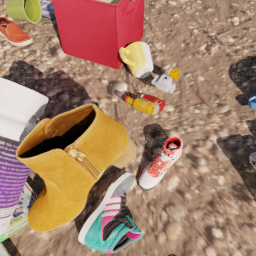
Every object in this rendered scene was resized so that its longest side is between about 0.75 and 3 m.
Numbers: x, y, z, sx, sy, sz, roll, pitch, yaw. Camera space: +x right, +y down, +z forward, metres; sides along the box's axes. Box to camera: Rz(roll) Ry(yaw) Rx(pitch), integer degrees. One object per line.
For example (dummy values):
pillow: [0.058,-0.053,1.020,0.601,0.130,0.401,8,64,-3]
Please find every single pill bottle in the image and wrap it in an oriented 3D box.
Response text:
pill bottle: [-2.417,0.461,4.995,1.450,1.450,2.602,21,87,16]

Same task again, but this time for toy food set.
toy food set: [0.716,-1.050,7.966,0.813,0.862,1.806,25,64,20]

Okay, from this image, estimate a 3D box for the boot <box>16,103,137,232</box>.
boot: [-1.229,0.756,4.773,2.809,2.011,0.988,-39,60,7]

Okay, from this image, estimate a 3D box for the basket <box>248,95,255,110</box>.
basket: [4.848,-0.805,7.382,2.211,1.744,2.508,-27,30,-21]

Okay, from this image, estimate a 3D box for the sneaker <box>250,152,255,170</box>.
sneaker: [3.458,1.498,5.905,0.998,1.526,2.655,-9,17,-8]

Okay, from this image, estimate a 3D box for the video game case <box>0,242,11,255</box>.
video game case: [-3.732,2.825,5.206,2.662,0.306,2.425,-36,60,-26]

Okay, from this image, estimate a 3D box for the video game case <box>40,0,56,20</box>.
video game case: [-3.328,-4.887,11.568,1.342,0.127,0.959,24,55,19]

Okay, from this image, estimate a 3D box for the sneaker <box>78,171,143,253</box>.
sneaker: [-0.099,1.794,5.755,1.063,0.736,1.760,24,63,24]

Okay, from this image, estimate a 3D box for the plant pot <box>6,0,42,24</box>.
plant pot: [-4.109,-4.609,10.876,1.026,1.080,1.080,5,50,20]

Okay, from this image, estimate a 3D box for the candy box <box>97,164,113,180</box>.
candy box: [-0.664,0.569,6.249,0.413,1.352,0.922,30,43,19]

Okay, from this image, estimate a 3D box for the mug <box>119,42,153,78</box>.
mug: [0.270,-2.060,8.847,1.117,0.894,0.917,-9,60,-14]

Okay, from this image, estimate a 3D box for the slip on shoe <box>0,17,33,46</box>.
slip on shoe: [-4.158,-3.498,10.171,1.815,0.555,0.672,36,58,24]

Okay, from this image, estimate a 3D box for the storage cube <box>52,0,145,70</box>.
storage cube: [-0.869,-3.685,9.219,2.528,2.273,2.161,19,54,16]

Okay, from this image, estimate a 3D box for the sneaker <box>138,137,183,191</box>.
sneaker: [0.765,0.782,6.568,0.482,0.774,1.443,37,60,26]

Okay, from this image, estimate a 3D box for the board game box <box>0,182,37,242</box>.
board game box: [-2.962,1.453,6.096,1.422,0.308,2.113,-25,53,-40]
